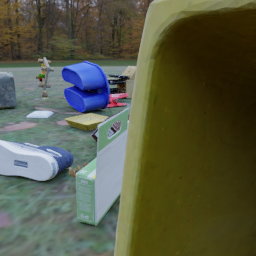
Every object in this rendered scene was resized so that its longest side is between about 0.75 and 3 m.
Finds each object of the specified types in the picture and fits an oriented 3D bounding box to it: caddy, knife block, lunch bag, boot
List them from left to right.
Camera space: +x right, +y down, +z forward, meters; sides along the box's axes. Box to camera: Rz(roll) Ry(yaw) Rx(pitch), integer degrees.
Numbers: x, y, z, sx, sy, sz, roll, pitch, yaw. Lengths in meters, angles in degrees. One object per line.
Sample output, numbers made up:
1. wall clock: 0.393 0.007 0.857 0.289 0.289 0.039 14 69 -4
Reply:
1. lunch bag: -6.505 -1.828 12.860 2.334 1.673 2.846 -7 22 -25
2. boot: -2.154 0.634 5.966 1.908 0.694 0.862 14 12 19
3. caddy: -1.740 -1.800 12.067 1.429 1.925 2.723 -17 29 -31
4. knife block: -0.016 -2.030 15.476 0.924 2.535 2.888 19 -21 48

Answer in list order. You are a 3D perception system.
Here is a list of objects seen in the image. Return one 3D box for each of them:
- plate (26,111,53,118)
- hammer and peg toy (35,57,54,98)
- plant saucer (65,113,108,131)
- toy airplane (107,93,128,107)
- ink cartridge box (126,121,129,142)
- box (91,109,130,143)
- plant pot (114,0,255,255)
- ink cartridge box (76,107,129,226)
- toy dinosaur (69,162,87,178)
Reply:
1. plate: -3.468 -0.552 11.074 0.842 0.136 0.844 0 15 3
2. hammer and peg toy: -3.942 -2.319 13.005 0.581 1.647 1.211 3 34 -30
3. plant saucer: -1.308 -0.187 9.448 1.201 0.291 1.202 14 21 40
4. toy airplane: -0.821 -1.345 13.461 2.178 0.401 2.178 -1 16 0
5. ink cartridge box: 0.873 0.111 7.622 1.579 0.665 1.142 -10 18 -33
6. box: -0.394 -0.027 7.876 0.513 0.685 1.369 46 24 5
7. plant pot: 1.770 0.905 1.336 2.731 2.669 2.652 -3 14 -36
8. ink cartridge box: -0.367 0.521 4.327 0.372 1.550 1.128 8 20 20
9. toy dinosaur: -0.709 0.910 5.095 0.919 0.278 0.488 23 22 -28
